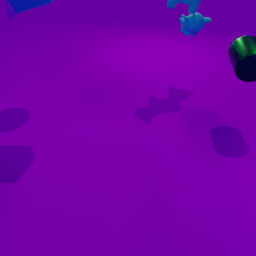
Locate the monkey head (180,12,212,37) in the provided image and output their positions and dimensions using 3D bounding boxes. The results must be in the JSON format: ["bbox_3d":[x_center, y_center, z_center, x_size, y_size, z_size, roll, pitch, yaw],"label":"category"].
[{"bbox_3d":[2.222,-3.719,9.766,1.289,0.777,0.928,-7,60,-28],"label":"monkey head"}]

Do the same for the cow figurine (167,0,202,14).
[{"bbox_3d":[1.727,-4.520,8.679,1.655,1.629,0.909,12,55,-6],"label":"cow figurine"}]

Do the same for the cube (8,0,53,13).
[{"bbox_3d":[-2.428,-3.484,6.550,0.941,0.941,0.941,-15,68,4],"label":"cube"}]

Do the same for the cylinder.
[{"bbox_3d":[3.331,-1.904,7.702,0.940,0.940,0.940,1,45,2],"label":"cylinder"}]

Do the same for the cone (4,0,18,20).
[{"bbox_3d":[-3.256,-3.706,8.096,1.280,1.280,1.285,11,82,14],"label":"cone"}]
